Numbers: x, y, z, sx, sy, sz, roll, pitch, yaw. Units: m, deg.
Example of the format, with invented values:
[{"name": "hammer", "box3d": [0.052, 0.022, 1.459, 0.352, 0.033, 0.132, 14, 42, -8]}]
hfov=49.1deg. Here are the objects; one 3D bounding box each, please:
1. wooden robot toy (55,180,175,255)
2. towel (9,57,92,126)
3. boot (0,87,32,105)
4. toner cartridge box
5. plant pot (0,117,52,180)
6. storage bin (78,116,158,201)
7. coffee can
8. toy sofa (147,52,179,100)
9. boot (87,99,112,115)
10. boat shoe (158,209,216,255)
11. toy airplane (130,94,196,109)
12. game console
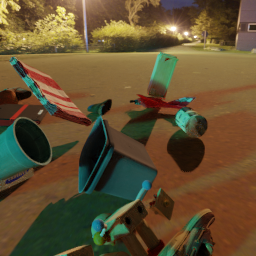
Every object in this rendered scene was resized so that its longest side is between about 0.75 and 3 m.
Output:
[{"name": "wooden robot toy", "box3d": [-0.196, 1.637, 4.151, 1.023, 0.993, 2.254, -31, -4, 40]}, {"name": "towel", "box3d": [-2.428, -1.151, 8.954, 2.690, 0.306, 1.937, 47, 10, 24]}, {"name": "boot", "box3d": [-5.688, -1.370, 12.839, 1.748, 0.840, 2.391, 4, 18, 32]}, {"name": "toner cartridge box", "box3d": [-2.935, 0.883, 5.664, 0.444, 0.976, 2.054, 14, 24, 33]}, {"name": "plant pot", "box3d": [-2.118, 0.446, 5.205, 0.964, 0.984, 0.984, -28, 14, 13]}, {"name": "storage bin", "box3d": [-0.260, 0.768, 5.870, 1.258, 1.363, 1.873, 25, 13, -16]}, {"name": "coffee can", "box3d": [2.065, -0.200, 9.214, 0.757, 0.757, 1.035, -3, 19, -8]}, {"name": "toy sofa", "box3d": [1.500, -2.288, 12.322, 0.801, 1.933, 0.943, 15, 17, -6]}, {"name": "boot", "box3d": [-1.161, -0.952, 11.816, 0.681, 0.525, 1.405, 8, 22, 15]}, {"name": "boat shoe", "box3d": [0.987, 1.705, 4.103, 0.535, 0.536, 1.487, 37, 30, 26]}, {"name": "toy airplane", "box3d": [1.457, -1.080, 12.025, 2.863, 0.527, 2.863, 2, 2, 0]}, {"name": "game console", "box3d": [-4.240, -0.505, 10.892, 2.031, 0.356, 2.296, 2, 19, -7]}]
